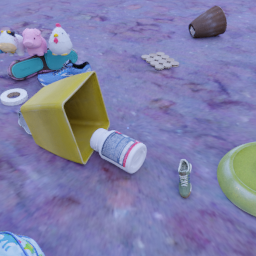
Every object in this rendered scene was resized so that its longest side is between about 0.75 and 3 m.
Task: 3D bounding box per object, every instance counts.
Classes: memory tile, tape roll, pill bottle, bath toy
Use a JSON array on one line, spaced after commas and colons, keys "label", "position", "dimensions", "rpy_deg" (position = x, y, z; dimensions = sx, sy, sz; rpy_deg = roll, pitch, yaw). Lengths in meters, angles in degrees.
[{"label": "memory tile", "position": [1.357, -2.851, 11.863], "dimensions": [1.132, 0.124, 1.477], "rpy_deg": [-17, 41, -21]}, {"label": "tape roll", "position": [-3.873, -1.059, 9.542], "dimensions": [0.883, 0.161, 0.883], "rpy_deg": [1, 38, 0]}, {"label": "pill bottle", "position": [-0.272, 0.512, 7.020], "dimensions": [1.313, 0.785, 0.785], "rpy_deg": [25, 44, 28]}, {"label": "bath toy", "position": [-3.456, -3.087, 9.883], "dimensions": [2.913, 1.076, 1.267], "rpy_deg": [-1, 28, 3]}]

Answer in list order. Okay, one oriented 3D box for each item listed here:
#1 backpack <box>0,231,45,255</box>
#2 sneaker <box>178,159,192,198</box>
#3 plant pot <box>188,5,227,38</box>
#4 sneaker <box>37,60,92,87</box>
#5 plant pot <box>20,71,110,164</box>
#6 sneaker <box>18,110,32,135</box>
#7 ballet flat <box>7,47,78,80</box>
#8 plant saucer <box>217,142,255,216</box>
[{"label": "backpack", "position": [-2.168, 2.554, 3.998], "dimensions": [2.197, 1.689, 1.792], "rpy_deg": [-12, 36, -40]}, {"label": "sneaker", "position": [1.263, 1.113, 6.376], "dimensions": [0.294, 0.394, 0.877], "rpy_deg": [-6, 56, 27]}, {"label": "plant pot", "position": [3.840, -5.087, 13.898], "dimensions": [1.515, 1.416, 1.416], "rpy_deg": [-24, 42, -6]}, {"label": "sneaker", "position": [-2.297, -2.046, 10.207], "dimensions": [2.020, 0.901, 0.793], "rpy_deg": [-15, 40, -18]}, {"label": "plant pot", "position": [-1.699, -0.315, 7.458], "dimensions": [1.584, 1.796, 1.796], "rpy_deg": [2, 36, 21]}, {"label": "sneaker", "position": [-2.903, -0.218, 8.111], "dimensions": [1.044, 0.603, 0.392], "rpy_deg": [26, 45, 30]}, {"label": "ballet flat", "position": [-3.390, -2.622, 11.006], "dimensions": [2.809, 0.971, 1.000], "rpy_deg": [-26, 33, -26]}, {"label": "plant saucer", "position": [3.314, 1.040, 6.454], "dimensions": [2.407, 0.374, 2.407], "rpy_deg": [-6, 38, 5]}]
